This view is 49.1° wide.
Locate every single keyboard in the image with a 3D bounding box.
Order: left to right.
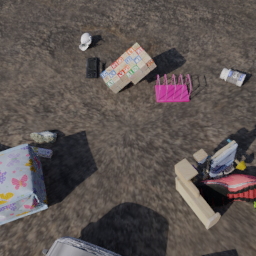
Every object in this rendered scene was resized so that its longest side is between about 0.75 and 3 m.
[{"bbox_3d":[-1.558,-2.927,13.508,0.926,0.150,1.458,-3,54,-2],"label":"keyboard"}]

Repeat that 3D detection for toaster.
[{"bbox_3d":[-1.170,4.100,7.323,2.754,1.565,1.779,16,52,9],"label":"toaster"}]

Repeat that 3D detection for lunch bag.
[{"bbox_3d":[-4.051,1.907,9.030,2.404,1.528,2.039,-19,54,-3],"label":"lunch bag"}]

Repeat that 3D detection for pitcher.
[{"bbox_3d":[-2.083,-4.497,14.366,0.767,0.542,0.894,-18,47,33],"label":"pitcher"}]

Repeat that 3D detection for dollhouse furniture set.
[{"bbox_3d":[2.980,1.535,8.733,2.524,2.382,1.647,-33,59,-9],"label":"dollhouse furniture set"}]

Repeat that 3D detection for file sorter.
[{"bbox_3d":[1.960,-1.774,12.171,1.405,0.881,0.977,-1,53,-1],"label":"file sorter"}]

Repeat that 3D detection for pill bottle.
[{"bbox_3d":[4.787,-2.339,12.793,1.005,0.572,0.572,26,57,20],"label":"pill bottle"}]

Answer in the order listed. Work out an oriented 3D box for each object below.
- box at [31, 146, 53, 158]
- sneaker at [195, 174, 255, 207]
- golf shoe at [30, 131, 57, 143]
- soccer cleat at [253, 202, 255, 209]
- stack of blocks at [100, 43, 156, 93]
[{"bbox_3d":[-3.472,0.877,10.571,1.231,0.238,0.255,10,54,8],"label":"box"},{"bbox_3d":[3.395,2.028,9.510,2.341,0.863,1.015,-2,20,8],"label":"sneaker"},{"bbox_3d":[-3.293,0.311,10.990,1.003,0.393,0.488,10,36,1],"label":"golf shoe"},{"bbox_3d":[4.489,2.706,9.164,0.578,0.447,1.382,27,46,-19],"label":"soccer cleat"},{"bbox_3d":[-0.005,-2.493,12.135,2.136,0.626,1.230,-39,58,9],"label":"stack of blocks"}]
